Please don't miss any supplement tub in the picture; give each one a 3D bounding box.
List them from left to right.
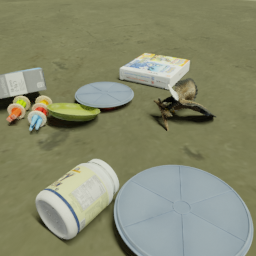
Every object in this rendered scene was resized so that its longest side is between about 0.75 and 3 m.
[{"bbox_3d":[-0.912,1.283,5.303,0.989,0.989,1.364,21,38,31],"label":"supplement tub"}]

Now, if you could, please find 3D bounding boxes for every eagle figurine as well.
[{"bbox_3d":[1.742,-0.805,8.613,1.775,1.347,1.339,-14,14,-12],"label":"eagle figurine"}]

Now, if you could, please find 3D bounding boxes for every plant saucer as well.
[{"bbox_3d":[-1.663,-0.478,8.535,1.605,0.249,1.605,7,14,-2],"label":"plant saucer"}]

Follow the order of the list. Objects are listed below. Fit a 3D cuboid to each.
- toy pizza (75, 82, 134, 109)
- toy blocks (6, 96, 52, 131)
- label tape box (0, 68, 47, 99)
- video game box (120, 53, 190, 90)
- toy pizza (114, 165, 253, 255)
[{"bbox_3d":[-0.817,-1.109,9.804,2.040,0.323,2.040,0,31,0],"label":"toy pizza"},{"bbox_3d":[-3.056,-0.410,8.466,1.275,0.555,1.530,-1,32,-3],"label":"toy blocks"},{"bbox_3d":[-4.232,-1.436,9.442,2.489,0.788,1.795,-16,16,-25],"label":"label tape box"},{"bbox_3d":[1.173,-2.465,11.812,2.218,0.570,2.434,18,36,22],"label":"video game box"},{"bbox_3d":[1.001,1.627,5.309,2.533,0.401,2.533,1,33,-1],"label":"toy pizza"}]
